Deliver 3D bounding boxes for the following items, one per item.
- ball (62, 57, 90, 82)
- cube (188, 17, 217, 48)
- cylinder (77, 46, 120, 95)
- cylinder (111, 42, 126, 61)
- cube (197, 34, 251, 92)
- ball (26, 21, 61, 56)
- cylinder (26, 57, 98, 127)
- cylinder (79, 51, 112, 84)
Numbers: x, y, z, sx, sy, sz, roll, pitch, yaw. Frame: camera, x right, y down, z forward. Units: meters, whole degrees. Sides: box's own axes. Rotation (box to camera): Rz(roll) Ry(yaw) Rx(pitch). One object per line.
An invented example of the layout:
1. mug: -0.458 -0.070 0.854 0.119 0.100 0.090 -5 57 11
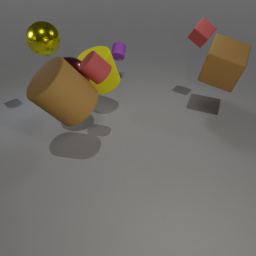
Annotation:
1. ball: -1.978 -1.695 9.481 1.400 1.400 1.400 0 33 0
2. cube: 2.973 -3.827 11.275 0.700 0.700 0.700 39 73 -2
3. cylinder: -1.163 -2.289 11.164 1.400 1.400 1.400 -12 44 11
4. cylinder: -0.490 -3.979 14.531 0.700 0.700 0.700 5 70 7
5. cube: 3.715 -2.514 10.859 1.400 1.400 1.400 22 55 9
6. ball: -3.547 -3.737 11.746 1.400 1.400 1.400 0 33 0
7. cylinder: -1.780 -0.969 7.704 1.400 1.400 1.400 -24 45 27
8. cylinder: -0.951 -1.751 8.135 0.700 0.700 0.700 -36 33 28
